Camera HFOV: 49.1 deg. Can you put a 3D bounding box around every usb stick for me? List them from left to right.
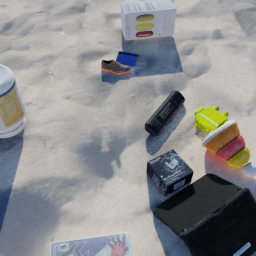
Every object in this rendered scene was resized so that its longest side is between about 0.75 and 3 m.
[{"bbox_3d":[1.391,-0.580,10.290,0.646,0.380,2.330,43,55,-2],"label":"usb stick"}]

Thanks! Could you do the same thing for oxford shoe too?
[{"bbox_3d":[-0.542,-2.699,12.219,1.333,0.486,0.475,7,48,6],"label":"oxford shoe"}]

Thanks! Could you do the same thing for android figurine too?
[{"bbox_3d":[2.994,-0.317,10.167,1.383,0.284,1.259,-34,56,-28],"label":"android figurine"}]

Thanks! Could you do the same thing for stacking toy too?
[{"bbox_3d":[3.326,0.789,8.781,1.319,1.319,1.806,-26,71,-22],"label":"stacking toy"}]

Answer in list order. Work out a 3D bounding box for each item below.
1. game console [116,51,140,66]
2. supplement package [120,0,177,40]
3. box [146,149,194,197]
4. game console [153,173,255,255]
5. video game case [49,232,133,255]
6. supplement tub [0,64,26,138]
[{"bbox_3d":[-0.009,-3.216,12.970,0.939,0.555,0.801,14,18,12],"label":"game console"},{"bbox_3d":[0.972,-5.489,14.133,2.545,1.448,1.394,-8,46,-6],"label":"supplement package"},{"bbox_3d":[1.239,1.332,8.436,1.007,0.601,1.024,-24,50,-21],"label":"box"},{"bbox_3d":[2.253,2.543,7.576,2.344,1.364,2.062,-27,83,-22],"label":"game console"},{"bbox_3d":[-0.809,3.681,6.499,2.065,0.260,2.267,-6,48,-6],"label":"video game case"},{"bbox_3d":[-4.360,-0.855,9.375,1.567,2.166,1.567,1,47,-1],"label":"supplement tub"}]
